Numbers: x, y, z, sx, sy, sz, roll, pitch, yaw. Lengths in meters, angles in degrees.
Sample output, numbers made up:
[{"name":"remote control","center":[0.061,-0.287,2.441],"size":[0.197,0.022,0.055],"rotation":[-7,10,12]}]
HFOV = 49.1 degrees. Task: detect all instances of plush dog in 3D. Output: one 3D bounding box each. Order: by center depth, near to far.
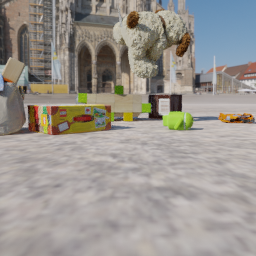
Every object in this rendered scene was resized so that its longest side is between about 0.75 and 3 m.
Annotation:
[{"name":"plush dog","center":[0.816,-2.899,8.361],"size":[1.965,2.288,1.836],"rotation":[-18,-25,-16]}]

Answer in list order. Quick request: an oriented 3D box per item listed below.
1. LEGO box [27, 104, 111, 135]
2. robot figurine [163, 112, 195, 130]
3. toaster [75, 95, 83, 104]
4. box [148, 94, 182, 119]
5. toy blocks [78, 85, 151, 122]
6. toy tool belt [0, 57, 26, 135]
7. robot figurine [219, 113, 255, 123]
[{"name":"LEGO box","center":[-1.399,-0.254,6.731],"size":[1.613,0.622,1.201],"rotation":[-6,8,-43]},{"name":"robot figurine","center":[1.253,-0.174,6.895],"size":[0.768,0.444,0.674],"rotation":[2,6,16]},{"name":"toaster","center":[-1.590,-1.009,12.358],"size":[1.096,0.965,1.698],"rotation":[5,3,22]},{"name":"box","center":[1.436,-0.824,10.741],"size":[0.921,0.930,1.122],"rotation":[4,7,34]},{"name":"toy blocks","center":[-0.507,-0.754,10.224],"size":[2.451,1.225,1.675],"rotation":[1,-5,-4]},{"name":"toy tool belt","center":[-3.638,-0.715,6.063],"size":[2.724,1.674,1.701],"rotation":[-2,6,-18]},{"name":"robot figurine","center":[3.477,-0.322,8.928],"size":[1.077,0.314,0.781],"rotation":[1,8,11]}]
